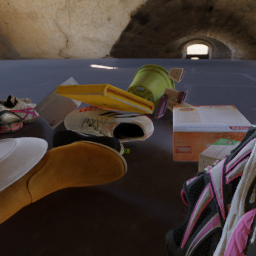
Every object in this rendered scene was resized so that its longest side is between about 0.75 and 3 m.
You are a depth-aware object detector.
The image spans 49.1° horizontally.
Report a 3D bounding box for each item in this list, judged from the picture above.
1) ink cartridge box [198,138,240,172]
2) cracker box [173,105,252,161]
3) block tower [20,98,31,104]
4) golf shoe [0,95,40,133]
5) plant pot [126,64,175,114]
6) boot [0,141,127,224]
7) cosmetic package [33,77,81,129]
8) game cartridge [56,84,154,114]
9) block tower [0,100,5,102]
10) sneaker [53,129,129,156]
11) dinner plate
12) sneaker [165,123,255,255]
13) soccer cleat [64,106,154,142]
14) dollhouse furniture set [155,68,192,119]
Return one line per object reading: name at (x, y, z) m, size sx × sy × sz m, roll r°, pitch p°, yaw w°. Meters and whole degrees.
ink cartridge box at (2.330, 0.810, 5.185) m, size 1.689 × 0.712 × 1.234 m, roll 12°, pitch 21°, yaw 34°
cracker box at (2.131, 0.044, 7.504) m, size 1.838 × 0.791 × 2.744 m, roll 1°, pitch 16°, yaw 10°
block tower at (-4.744, -0.870, 11.081) m, size 1.713 × 0.495 × 0.463 m, roll -5°, pitch 17°, yaw -21°
golf shoe at (-3.577, -0.607, 9.245) m, size 0.829 × 1.051 × 2.282 m, roll -2°, pitch 15°, yaw 7°
plant pot at (0.746, -1.434, 11.164) m, size 1.824 × 1.824 × 1.677 m, roll 7°, pitch 29°, yaw 23°
boot at (-1.479, 0.970, 4.659) m, size 2.612 × 0.919 × 1.870 m, roll 1°, pitch 22°, yaw 17°
cosmetic package at (-2.242, -0.949, 9.716) m, size 1.203 × 1.016 × 2.253 m, roll -40°, pitch 11°, yaw 9°
game cartridge at (-0.609, -0.768, 7.297) m, size 1.993 × 0.323 × 1.757 m, roll 10°, pitch -4°, yaw 44°
block tower at (-5.316, -0.688, 10.097) m, size 2.566 × 0.742 × 0.693 m, roll 6°, pitch 18°, yaw 26°
sneaker at (-0.911, 0.487, 6.736) m, size 1.934 × 0.693 × 0.801 m, roll 9°, pitch -6°, yaw 24°
dinner plate at (-2.688, 0.727, 4.813) m, size 2.642 × 0.320 × 2.642 m, roll -19°, pitch 19°, yaw 7°
sneaker at (1.338, 0.799, 3.832) m, size 1.166 × 1.085 × 2.700 m, roll 2°, pitch 34°, yaw 39°
soccer cleat at (-0.600, -0.057, 7.798) m, size 2.615 × 0.897 × 1.114 m, roll 6°, pitch 18°, yaw 8°
dollhouse furniture set at (2.419, -1.155, 10.445) m, size 1.724 × 1.925 × 2.429 m, roll 23°, pitch 21°, yaw 18°
